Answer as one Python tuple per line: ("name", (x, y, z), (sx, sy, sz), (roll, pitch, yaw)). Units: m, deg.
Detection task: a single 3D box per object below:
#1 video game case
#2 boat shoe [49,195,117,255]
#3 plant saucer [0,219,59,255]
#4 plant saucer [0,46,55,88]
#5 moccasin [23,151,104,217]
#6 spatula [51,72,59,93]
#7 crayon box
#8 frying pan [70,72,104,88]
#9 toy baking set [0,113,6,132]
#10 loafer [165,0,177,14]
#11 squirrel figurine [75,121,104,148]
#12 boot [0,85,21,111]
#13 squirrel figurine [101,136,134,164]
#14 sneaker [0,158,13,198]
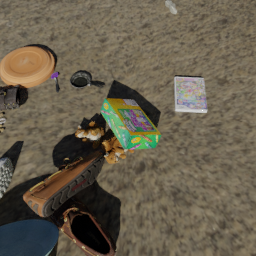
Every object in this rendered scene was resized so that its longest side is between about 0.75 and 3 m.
("video game case", (2.574, -1.407, 11.623), (1.262, 0.159, 1.762), (3, 57, 2))
("boat shoe", (-1.485, 2.795, 8.383), (2.984, 1.049, 1.050), (34, 63, 21))
("plant saucer", (-3.199, 3.406, 7.577), (2.744, 2.744, 0.528), (-10, 101, -6))
("plant saucer", (-4.473, -2.794, 12.379), (2.432, 0.393, 2.432), (0, 57, 0))
("moccasin", (-1.894, 1.560, 8.883), (1.151, 1.090, 2.981), (29, 45, 25))
("spatula", (-3.082, -1.959, 11.994), (0.335, 0.122, 1.187), (-21, 61, 3))
("crayon box", (0.054, -0.198, 9.997), (1.303, 0.639, 2.195), (0, 39, -33))
("frying pan", (-1.751, -2.018, 11.979), (1.457, 0.237, 0.882), (1, 58, -2))
("toy baking set", (-5.168, -0.078, 10.797), (0.831, 0.126, 1.082), (-5, 57, -6))
("loafer", (2.330, -6.390, 14.719), (0.389, 0.390, 1.115), (-22, 59, -5))
("squirrel figurine", (-1.425, 0.188, 10.375), (0.925, 0.701, 0.991), (8, 31, 24))
("boot", (-5.185, -0.797, 10.864), (1.941, 0.772, 2.230), (-5, 55, -3))
("squirrel figurine", (-0.488, 0.797, 9.984), (1.025, 0.725, 0.957), (32, 72, 34))
("sneaker", (-4.610, 1.981, 9.043), (0.969, 0.919, 2.406), (8, 55, 16))
